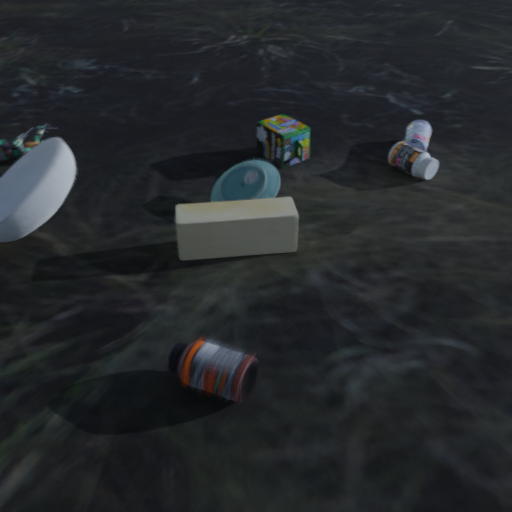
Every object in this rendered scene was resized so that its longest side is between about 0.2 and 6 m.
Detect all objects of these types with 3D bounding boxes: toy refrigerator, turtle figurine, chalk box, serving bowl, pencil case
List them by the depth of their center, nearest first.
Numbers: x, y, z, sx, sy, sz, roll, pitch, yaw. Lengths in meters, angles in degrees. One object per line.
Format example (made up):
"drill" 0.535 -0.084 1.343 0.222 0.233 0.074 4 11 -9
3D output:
"toy refrigerator" -0.383 -0.548 10.791 2.258 0.857 0.790 -5 36 -5
"serving bowl" -4.464 -1.184 11.133 2.470 0.812 2.470 -27 38 24
"chalk box" 0.765 -2.792 13.836 0.875 0.881 1.411 -24 44 -29
"turtle figurine" -5.672 -2.725 13.843 1.538 0.775 1.152 -11 21 11
"pencil case" 4.073 -2.957 14.294 0.651 0.596 1.434 7 36 21

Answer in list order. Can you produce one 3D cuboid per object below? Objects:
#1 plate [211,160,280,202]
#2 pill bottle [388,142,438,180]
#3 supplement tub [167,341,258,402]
"plate" -0.267 -1.493 12.045 1.595 0.204 1.595 -12 53 17
"pill bottle" 3.733 -2.249 13.308 0.627 0.627 1.077 -25 44 -30
"supplement tub" -0.637 1.608 8.006 1.231 0.659 0.659 12 38 22
